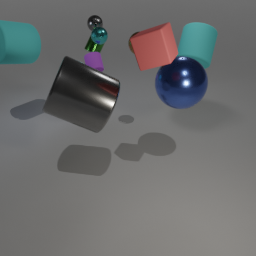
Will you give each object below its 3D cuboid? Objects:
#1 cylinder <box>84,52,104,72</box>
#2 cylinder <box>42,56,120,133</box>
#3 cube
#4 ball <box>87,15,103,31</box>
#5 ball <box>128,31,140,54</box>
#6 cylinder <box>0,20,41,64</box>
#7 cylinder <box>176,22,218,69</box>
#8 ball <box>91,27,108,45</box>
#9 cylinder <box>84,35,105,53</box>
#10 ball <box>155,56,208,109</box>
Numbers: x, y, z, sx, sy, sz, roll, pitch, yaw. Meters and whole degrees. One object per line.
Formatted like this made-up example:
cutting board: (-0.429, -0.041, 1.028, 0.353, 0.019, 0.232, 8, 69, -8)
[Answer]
cylinder: (-1.404, -2.675, 11.573, 0.700, 0.700, 0.700, -14, -7, -2)
cylinder: (-1.098, -0.769, 6.622, 1.400, 1.400, 1.400, 22, 26, -17)
cube: (0.562, -1.700, 5.848, 0.700, 0.700, 0.700, -8, 26, 28)
ball: (-1.462, -4.634, 12.423, 0.700, 0.700, 0.700, 0, 30, 0)
ball: (0.360, -2.559, 8.494, 0.700, 0.700, 0.700, 0, 30, 0)
cylinder: (-3.977, -2.908, 9.591, 1.400, 1.400, 1.400, 19, 22, 29)
cylinder: (2.771, -3.287, 11.350, 1.400, 1.400, 1.400, 15, -5, 1)
ball: (-1.175, -3.791, 11.505, 0.700, 0.700, 0.700, 0, 30, 0)
cylinder: (-1.468, -3.645, 12.357, 0.700, 0.700, 0.700, 27, 8, -4)
ball: (1.421, -1.207, 7.509, 1.400, 1.400, 1.400, 0, 30, 0)
